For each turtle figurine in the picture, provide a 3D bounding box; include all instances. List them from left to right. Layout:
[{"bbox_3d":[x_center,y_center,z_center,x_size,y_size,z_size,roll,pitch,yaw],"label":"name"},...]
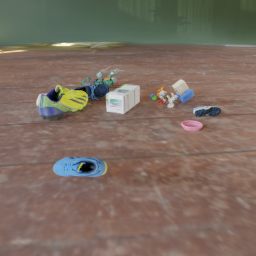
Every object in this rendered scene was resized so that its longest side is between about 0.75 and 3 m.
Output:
[{"bbox_3d":[-1.366,-2.743,15.790,2.228,1.122,1.668,-9,4,20],"label":"turtle figurine"}]

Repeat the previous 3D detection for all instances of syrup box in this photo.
[{"bbox_3d":[-0.183,-1.343,12.612,0.807,0.834,2.049,8,22,21],"label":"syrup box"}]

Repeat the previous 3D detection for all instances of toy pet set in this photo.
[{"bbox_3d":[2.158,-1.457,13.327,1.698,0.966,1.818,-35,19,5],"label":"toy pet set"}]

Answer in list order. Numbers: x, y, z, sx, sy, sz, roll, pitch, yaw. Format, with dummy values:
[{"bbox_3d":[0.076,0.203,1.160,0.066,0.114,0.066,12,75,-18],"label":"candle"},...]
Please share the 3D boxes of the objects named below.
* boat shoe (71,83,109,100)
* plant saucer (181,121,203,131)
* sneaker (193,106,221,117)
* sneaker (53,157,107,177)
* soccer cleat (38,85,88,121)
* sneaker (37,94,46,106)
[{"bbox_3d":[-1.916,-1.698,13.684,2.009,0.845,0.690,-12,2,7],"label":"boat shoe"},{"bbox_3d":[2.338,-0.067,10.260,0.755,0.191,0.755,0,21,0],"label":"plant saucer"},{"bbox_3d":[3.277,-0.744,11.617,1.174,0.445,0.452,-1,25,-6],"label":"sneaker"},{"bbox_3d":[-1.246,0.912,6.687,1.479,0.487,0.580,-3,-12,23],"label":"sneaker"},{"bbox_3d":[-2.596,-1.263,11.822,0.968,1.252,2.993,10,24,23],"label":"soccer cleat"},{"bbox_3d":[-3.531,-1.386,12.882,0.955,0.688,1.827,10,27,10],"label":"sneaker"}]
